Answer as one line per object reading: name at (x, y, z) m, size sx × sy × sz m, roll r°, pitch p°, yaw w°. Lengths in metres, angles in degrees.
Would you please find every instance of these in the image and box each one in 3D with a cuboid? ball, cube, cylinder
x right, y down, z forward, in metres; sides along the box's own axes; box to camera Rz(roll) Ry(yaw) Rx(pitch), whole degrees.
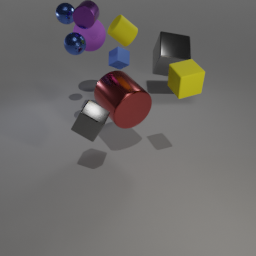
ball at (-2.143, -3.949, 9.672) m, size 0.700 × 0.700 × 0.700 m, roll 0°, pitch 33°, yaw 0°
cube at (1.973, -3.338, 12.878) m, size 1.400 × 1.400 × 1.400 m, roll 7°, pitch 65°, yaw -8°
cylinder at (-0.178, -0.926, 9.035) m, size 1.400 × 1.400 × 1.400 m, roll -18°, pitch 45°, yaw -26°
cylinder at (-0.169, -3.051, 8.803) m, size 0.700 × 0.700 × 0.700 m, roll 31°, pitch 20°, yaw -29°
cylinder at (-1.317, -3.590, 8.863) m, size 0.700 × 0.700 × 0.700 m, roll 4°, pitch 39°, yaw 7°
cube at (1.541, -1.319, 7.517) m, size 0.700 × 0.700 × 0.700 m, roll -15°, pitch 46°, yaw -13°
ball at (-1.674, -2.661, 8.857) m, size 0.700 × 0.700 × 0.700 m, roll 0°, pitch 33°, yaw 0°
cube at (-1.014, -0.195, 7.635) m, size 0.700 × 0.700 × 0.700 m, roll 31°, pitch 35°, yaw -8°
cube at (-0.408, -3.181, 12.795) m, size 0.700 × 0.700 × 0.700 m, roll 11°, pitch -16°, yaw -40°
ball at (-1.656, -4.011, 12.019) m, size 1.400 × 1.400 × 1.400 m, roll 0°, pitch 33°, yaw 0°
